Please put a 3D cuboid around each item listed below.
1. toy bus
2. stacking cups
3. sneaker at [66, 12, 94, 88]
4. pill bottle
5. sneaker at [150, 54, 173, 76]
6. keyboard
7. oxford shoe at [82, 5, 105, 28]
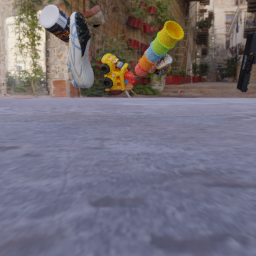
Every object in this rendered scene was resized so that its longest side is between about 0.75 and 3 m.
[{"bbox_3d":[-0.345,-2.114,10.744,1.275,1.328,0.901,6,35,18],"label":"toy bus"},{"bbox_3d":[0.888,-2.382,8.789,0.654,0.654,2.161,-4,-19,-26],"label":"stacking cups"},{"bbox_3d":[-1.549,-2.294,8.478,0.825,2.276,0.818,7,29,15],"label":"sneaker"},{"bbox_3d":[-2.461,-3.824,10.611,0.898,0.898,1.691,4,-7,25],"label":"pill bottle"},{"bbox_3d":[1.195,-2.058,9.264,0.544,0.552,1.410,23,-5,-12],"label":"sneaker"},{"bbox_3d":[4.512,-2.439,10.462,0.279,2.173,1.305,7,15,7],"label":"keyboard"},{"bbox_3d":[-1.325,-3.693,9.673,0.606,0.643,1.720,-39,25,-13],"label":"oxford shoe"}]
